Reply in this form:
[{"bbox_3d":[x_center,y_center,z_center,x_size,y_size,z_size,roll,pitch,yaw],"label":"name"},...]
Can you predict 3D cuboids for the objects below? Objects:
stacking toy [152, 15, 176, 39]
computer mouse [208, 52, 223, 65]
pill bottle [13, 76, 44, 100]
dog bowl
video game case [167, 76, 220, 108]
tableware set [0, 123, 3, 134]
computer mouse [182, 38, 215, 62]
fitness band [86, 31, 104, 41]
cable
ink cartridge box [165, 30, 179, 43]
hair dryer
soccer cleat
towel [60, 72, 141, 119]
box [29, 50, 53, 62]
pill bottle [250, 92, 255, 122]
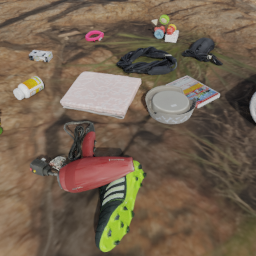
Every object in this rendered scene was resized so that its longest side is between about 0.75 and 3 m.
[{"bbox_3d":[1.651,-4.829,13.515,1.093,0.989,0.462,-8,44,39],"label":"stacking toy"},{"bbox_3d":[3.764,-2.917,12.039,0.847,0.195,0.595,51,29,21],"label":"computer mouse"},{"bbox_3d":[-3.576,-1.414,10.060,0.550,0.550,0.990,24,46,25],"label":"pill bottle"},{"bbox_3d":[1.412,-0.773,9.372,1.684,0.494,1.684,0,41,0],"label":"dog bowl"},{"bbox_3d":[2.366,-1.372,10.320,1.176,0.143,1.644,-26,47,-27],"label":"video game case"},{"bbox_3d":[-4.907,0.038,8.644,1.923,0.295,1.295,-13,46,-16],"label":"tableware set"},{"bbox_3d":[3.390,-3.674,12.690,1.294,0.493,1.868,22,46,24],"label":"computer mouse"},{"bbox_3d":[-1.665,-4.601,13.978,0.781,0.203,1.087,12,41,14],"label":"fitness band"},{"bbox_3d":[0.718,-2.881,11.686,2.474,0.628,2.018,-6,41,-6],"label":"cable"},{"bbox_3d":[2.155,-4.539,13.805,0.559,0.326,0.773,10,42,11],"label":"ink cartridge box"},{"bbox_3d":[-1.023,0.606,6.822,2.693,0.732,2.051,19,58,30],"label":"hair dryer"},{"bbox_3d":[-0.306,1.705,6.459,0.942,0.784,2.323,-5,39,29],"label":"soccer cleat"},{"bbox_3d":[-0.907,-1.271,10.038,2.353,0.379,2.247,10,43,12],"label":"towel"},{"bbox_3d":[-3.813,-3.149,12.261,0.883,0.265,0.515,9,42,9],"label":"box"},{"bbox_3d":[5.317,-1.100,8.891,2.918,1.624,1.624,-32,50,-31],"label":"pill bottle"}]
